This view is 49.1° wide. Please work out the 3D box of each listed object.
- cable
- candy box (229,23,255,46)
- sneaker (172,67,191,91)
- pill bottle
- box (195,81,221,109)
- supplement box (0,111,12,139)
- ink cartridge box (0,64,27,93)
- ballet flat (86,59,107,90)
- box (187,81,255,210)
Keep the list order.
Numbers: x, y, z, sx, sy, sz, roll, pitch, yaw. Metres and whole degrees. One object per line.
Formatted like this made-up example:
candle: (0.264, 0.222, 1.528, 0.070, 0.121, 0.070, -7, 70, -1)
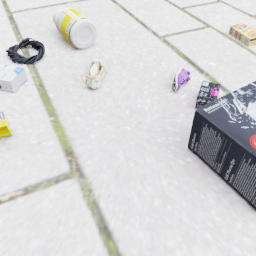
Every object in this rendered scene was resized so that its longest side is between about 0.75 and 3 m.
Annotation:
cable: (-4.040, -3.057, 11.086, 1.409, 0.439, 1.726, -24, 50, -22)
candy box: (5.143, -4.082, 12.176, 0.784, 0.375, 1.358, -17, 47, -15)
sneaker: (1.876, -1.701, 9.664, 0.528, 0.510, 1.265, 19, 47, 11)
pill bottle: (-2.326, -4.322, 11.827, 1.209, 1.209, 2.172, -26, 50, -24)
box: (2.533, -1.006, 8.908, 0.604, 0.525, 0.914, 15, 45, 17)
supplement box: (-3.507, -0.061, 7.620, 0.459, 0.839, 0.457, -15, 74, -18)
ink cartridge box: (-4.273, -1.746, 9.679, 1.202, 0.503, 0.872, 12, 45, 12)
ballet flat: (-1.119, -2.082, 9.973, 0.696, 0.589, 1.841, 0, 44, 0)
box: (3.393, 0.240, 6.957, 2.759, 1.436, 2.512, -25, 48, -24)
